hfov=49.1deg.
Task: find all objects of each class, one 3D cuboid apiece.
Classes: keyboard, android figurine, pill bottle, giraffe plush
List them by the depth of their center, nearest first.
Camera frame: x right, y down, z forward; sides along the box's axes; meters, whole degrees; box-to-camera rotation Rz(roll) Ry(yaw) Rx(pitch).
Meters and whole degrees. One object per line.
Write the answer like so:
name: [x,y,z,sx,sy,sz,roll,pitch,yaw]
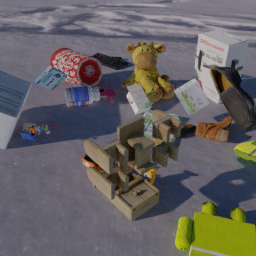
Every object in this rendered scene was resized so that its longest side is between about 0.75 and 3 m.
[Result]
android figurine: [2.210,2.773,6.517,2.203,0.497,2.420,10,33,15]
pill bottle: [-2.035,-1.453,12.545,1.492,0.836,0.836,-8,34,-12]
giraffe plush: [0.917,-2.813,13.257,2.439,2.293,2.827,-13,36,-19]
keyboard: [-1.140,-4.191,17.145,2.507,0.322,1.505,26,41,32]

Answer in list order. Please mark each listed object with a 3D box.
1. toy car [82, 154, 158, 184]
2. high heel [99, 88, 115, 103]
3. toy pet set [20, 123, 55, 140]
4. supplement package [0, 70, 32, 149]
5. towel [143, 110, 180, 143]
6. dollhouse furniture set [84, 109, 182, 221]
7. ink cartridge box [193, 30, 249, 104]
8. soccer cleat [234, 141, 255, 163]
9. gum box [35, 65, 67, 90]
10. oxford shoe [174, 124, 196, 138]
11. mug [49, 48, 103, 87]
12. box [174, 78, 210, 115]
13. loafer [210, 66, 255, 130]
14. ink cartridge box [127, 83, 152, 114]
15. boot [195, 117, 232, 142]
toy car: [-0.323,1.345,8.407,2.193,0.730,1.076,16,15,26]
high heel: [-1.104,-1.763,13.105,0.507,0.722,1.505,-17,37,-24]
toy pet set: [-3.396,0.189,10.269,1.045,0.594,1.119,8,8,12]
supplement package: [-4.807,-0.777,10.478,1.508,1.566,2.753,21,29,-20]
towel: [1.170,-0.039,10.893,1.504,0.309,2.016,9,35,14]
dollhouse furniture set: [-0.079,0.844,7.487,2.280,2.601,1.728,-25,41,-33]
ink cartridge box: [4.126,-2.838,12.868,1.156,2.760,1.992,-15,37,-21]
soccer cleat: [4.831,0.572,9.278,2.549,1.066,0.824,0,34,1]
gum box: [-3.148,-2.051,11.542,0.241,0.919,1.082,53,12,16]
oxford shoe: [2.076,0.089,10.657,1.132,0.404,0.404,-14,32,-38]
mug: [-2.281,-2.969,13.713,2.269,1.705,2.556,-18,28,-34]
box: [2.461,-1.193,10.737,0.939,1.065,0.515,-32,20,13]
loafer: [3.782,-1.140,10.335,1.016,1.023,2.810,6,51,-25]
ink cartridge box: [0.424,-1.270,12.118,0.716,0.411,1.222,-18,72,-25]
boot: [3.292,-0.072,10.737,1.202,0.573,1.554,10,32,22]
